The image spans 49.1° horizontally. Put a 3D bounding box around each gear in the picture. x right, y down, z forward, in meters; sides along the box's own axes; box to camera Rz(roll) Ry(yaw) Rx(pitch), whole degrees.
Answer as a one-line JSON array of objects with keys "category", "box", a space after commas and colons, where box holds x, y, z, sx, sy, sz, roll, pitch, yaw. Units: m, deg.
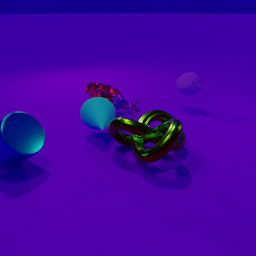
[{"category": "gear", "box": [-0.890, -1.258, 10.103, 1.305, 0.241, 1.305, 12, -14, 3]}]

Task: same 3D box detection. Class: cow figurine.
[{"category": "cow figurine", "box": [-0.147, -0.577, 9.003, 1.087, 1.105, 0.606, 52, 25, 3]}]

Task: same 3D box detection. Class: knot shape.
[{"category": "knot shape", "box": [0.678, 0.120, 6.980, 1.904, 0.940, 2.035, -15, 20, -42]}]

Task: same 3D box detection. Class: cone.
[{"category": "cone", "box": [-0.767, -0.187, 7.659, 1.021, 1.021, 1.025, -5, 27, -11]}]

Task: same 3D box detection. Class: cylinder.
[{"category": "cylinder", "box": [-2.568, 0.296, 6.270, 1.025, 1.025, 1.025, -28, 6, 36]}]

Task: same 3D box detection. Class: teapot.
[{"category": "teapot", "box": [2.227, -1.510, 9.973, 1.384, 0.861, 0.678, 28, -3, 43]}]
